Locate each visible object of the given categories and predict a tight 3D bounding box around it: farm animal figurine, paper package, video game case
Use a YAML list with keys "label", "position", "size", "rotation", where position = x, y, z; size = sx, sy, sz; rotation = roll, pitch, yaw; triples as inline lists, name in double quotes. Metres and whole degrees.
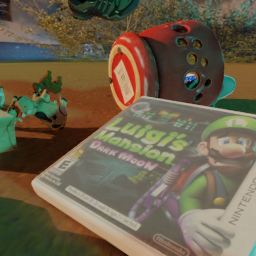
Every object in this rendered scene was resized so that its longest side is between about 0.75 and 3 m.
- label: "farm animal figurine"
  position: [-2.588, -0.538, 6.755]
  size: [2.072, 1.673, 1.042]
  rotation: [-1, 54, -2]
- label: "paper package"
  position: [-3.173, 0.058, 5.763]
  size: [1.361, 0.739, 1.428]
  rotation: [-13, 19, -37]
- label: "video game case"
  position: [0.506, 0.427, 3.603]
  size: [2.745, 0.321, 2.496]
  rotation: [15, 42, 40]

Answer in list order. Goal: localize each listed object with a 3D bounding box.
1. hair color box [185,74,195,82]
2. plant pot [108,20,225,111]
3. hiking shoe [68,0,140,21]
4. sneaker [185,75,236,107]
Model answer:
- label: "hair color box"
  position: [1.408, -1.634, 11.201]
  size: [2.289, 0.742, 1.251]
  rotation: [-11, 17, -9]
- label: "plant pot"
  position: [0.955, -1.612, 8.136]
  size: [2.505, 2.751, 2.751]
  rotation: [-14, 20, -26]
- label: "hiking shoe"
  position: [-0.828, -4.142, 9.057]
  size: [2.407, 0.912, 1.212]
  rotation: [-6, -14, 4]
- label: "sneaker"
  position: [2.965, -1.365, 9.966]
  size: [2.745, 1.148, 1.657]
  rotation: [-12, 13, -13]
